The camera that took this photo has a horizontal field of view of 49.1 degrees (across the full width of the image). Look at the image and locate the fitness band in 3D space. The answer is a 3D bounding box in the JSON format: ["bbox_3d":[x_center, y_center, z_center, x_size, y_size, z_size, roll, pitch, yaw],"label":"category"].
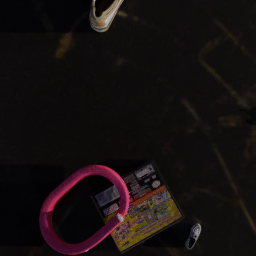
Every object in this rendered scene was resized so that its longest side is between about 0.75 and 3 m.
[{"bbox_3d":[-1.305,2.397,8.291,2.841,0.532,2.040,-41,79,1],"label":"fitness band"}]

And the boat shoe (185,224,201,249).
[{"bbox_3d":[2.005,3.312,8.509,0.281,0.287,0.805,27,86,2],"label":"boat shoe"}]

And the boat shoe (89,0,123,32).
[{"bbox_3d":[-0.504,-4.311,8.716,0.946,0.865,2.530,17,89,-3],"label":"boat shoe"}]

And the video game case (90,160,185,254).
[{"bbox_3d":[0.277,2.373,8.583,2.219,0.283,2.005,-29,86,-3],"label":"video game case"}]
